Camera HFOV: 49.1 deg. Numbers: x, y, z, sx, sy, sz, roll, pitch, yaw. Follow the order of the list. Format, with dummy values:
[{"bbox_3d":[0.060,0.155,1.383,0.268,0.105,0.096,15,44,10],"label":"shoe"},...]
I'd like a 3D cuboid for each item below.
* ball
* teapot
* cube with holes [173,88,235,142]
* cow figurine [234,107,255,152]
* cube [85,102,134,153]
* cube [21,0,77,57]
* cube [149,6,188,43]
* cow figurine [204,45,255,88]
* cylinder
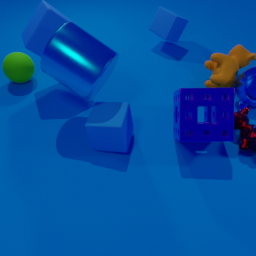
[{"bbox_3d":[-3.380,-1.869,8.670,0.933,0.933,0.933,0,46,0],"label":"ball"},{"bbox_3d":[3.570,-1.071,7.760,1.137,1.829,0.896,36,18,2],"label":"teapot"},{"bbox_3d":[1.735,-0.318,6.649,1.166,1.166,1.166,0,3,2],"label":"cube with holes"},{"bbox_3d":[3.085,0.109,6.973,1.281,0.703,1.261,26,38,2],"label":"cow figurine"},{"bbox_3d":[-0.418,-0.031,6.865,0.883,0.883,0.883,3,45,15],"label":"cube"},{"bbox_3d":[-2.089,-2.587,7.793,1.182,1.182,1.182,27,18,-37],"label":"cube"},{"bbox_3d":[1.452,-3.691,10.038,0.862,0.862,0.862,42,30,26],"label":"cube"},{"bbox_3d":[3.185,-1.817,8.642,1.550,0.865,1.576,8,73,-9],"label":"cow figurine"},{"bbox_3d":[-1.124,-1.551,6.644,1.353,1.353,1.353,34,50,-2],"label":"cylinder"}]
